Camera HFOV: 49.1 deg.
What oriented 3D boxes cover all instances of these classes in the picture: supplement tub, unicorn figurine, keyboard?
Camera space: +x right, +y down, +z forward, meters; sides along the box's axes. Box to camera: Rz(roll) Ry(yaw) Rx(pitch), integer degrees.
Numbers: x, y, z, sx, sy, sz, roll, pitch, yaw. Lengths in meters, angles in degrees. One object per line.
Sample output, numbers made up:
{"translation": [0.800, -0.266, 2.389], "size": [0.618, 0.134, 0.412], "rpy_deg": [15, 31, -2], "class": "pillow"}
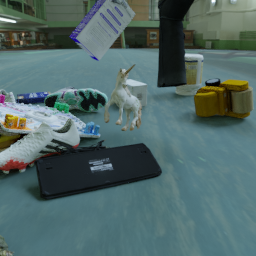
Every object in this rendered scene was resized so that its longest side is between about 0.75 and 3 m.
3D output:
{"translation": [3.180, -2.836, 14.821], "size": [1.455, 2.015, 1.455], "rpy_deg": [0, 20, 0], "class": "supplement tub"}
{"translation": [-0.067, -0.494, 5.291], "size": [0.523, 0.972, 1.416], "rpy_deg": [11, -9, 16], "class": "unicorn figurine"}
{"translation": [-0.722, 0.970, 6.836], "size": [2.862, 0.567, 1.490], "rpy_deg": [-7, 44, -21], "class": "keyboard"}

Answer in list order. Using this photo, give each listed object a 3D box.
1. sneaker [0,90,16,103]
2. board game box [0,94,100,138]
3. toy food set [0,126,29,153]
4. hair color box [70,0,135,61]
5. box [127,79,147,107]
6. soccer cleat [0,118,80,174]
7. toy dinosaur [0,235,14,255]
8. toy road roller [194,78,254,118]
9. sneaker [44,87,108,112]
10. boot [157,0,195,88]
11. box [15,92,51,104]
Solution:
{"translation": [-5.708, -1.315, 12.383], "size": [1.656, 0.825, 0.620], "rpy_deg": [3, 21, 13], "class": "sneaker"}
{"translation": [-2.805, -0.450, 9.191], "size": [2.968, 0.384, 2.968], "rpy_deg": [5, 17, -38], "class": "board game box"}
{"translation": [-3.783, 0.145, 8.567], "size": [2.609, 0.641, 2.635], "rpy_deg": [16, 25, 38], "class": "toy food set"}
{"translation": [-1.060, -4.377, 11.919], "size": [1.435, 2.625, 0.851], "rpy_deg": [40, -2, -39], "class": "hair color box"}
{"translation": [0.154, -1.630, 12.981], "size": [0.783, 0.999, 1.606], "rpy_deg": [-10, 22, -26], "class": "box"}
{"translation": [-2.385, 0.391, 7.282], "size": [2.469, 1.051, 0.847], "rpy_deg": [-15, 24, -36], "class": "soccer cleat"}
{"translation": [-2.228, 1.810, 4.486], "size": [0.554, 0.299, 1.258], "rpy_deg": [4, 14, -37], "class": "toy dinosaur"}
{"translation": [3.604, -1.046, 11.011], "size": [1.592, 1.341, 2.181], "rpy_deg": [-28, 26, -30], "class": "toy road roller"}
{"translation": [-2.179, -1.398, 12.300], "size": [2.632, 1.023, 1.841], "rpy_deg": [0, 21, -1], "class": "sneaker"}
{"translation": [1.517, -2.770, 8.703], "size": [0.956, 2.913, 2.401], "rpy_deg": [2, 3, -7], "class": "boot"}
{"translation": [-4.648, -1.440, 13.512], "size": [1.894, 0.307, 1.147], "rpy_deg": [-10, 22, -21], "class": "box"}
